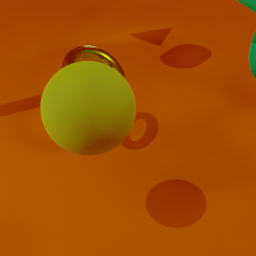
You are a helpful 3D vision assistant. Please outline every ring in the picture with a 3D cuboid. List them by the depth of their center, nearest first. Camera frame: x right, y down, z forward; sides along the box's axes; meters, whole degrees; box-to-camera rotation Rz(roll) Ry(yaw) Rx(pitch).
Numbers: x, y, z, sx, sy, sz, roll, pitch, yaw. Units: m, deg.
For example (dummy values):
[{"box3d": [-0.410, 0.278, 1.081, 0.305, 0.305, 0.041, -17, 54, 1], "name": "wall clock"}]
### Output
[{"box3d": [-0.634, -1.031, 5.504, 1.359, 0.272, 1.359, 14, 59, -25], "name": "ring"}]

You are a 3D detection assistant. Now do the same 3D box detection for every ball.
[{"box3d": [-0.442, -0.217, 3.200, 1.065, 1.065, 1.065, 0, 43, 0], "name": "ball"}]

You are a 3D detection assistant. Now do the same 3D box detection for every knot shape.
[{"box3d": [2.038, -1.464, 3.777, 1.587, 1.696, 0.784, 12, -9, -37], "name": "knot shape"}]
